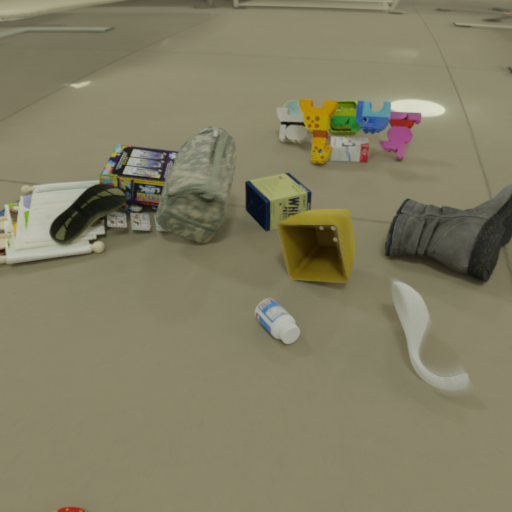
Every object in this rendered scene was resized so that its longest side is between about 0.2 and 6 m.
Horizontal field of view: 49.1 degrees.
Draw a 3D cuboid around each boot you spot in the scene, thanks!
[{"bbox_3d":[4.289,-0.867,12.071,2.287,1.213,3.475,18,35,29],"label":"boot"}]

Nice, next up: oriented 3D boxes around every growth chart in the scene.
[{"bbox_3d":[-4.625,-0.899,12.792,2.623,0.321,3.625,-4,34,-9],"label":"growth chart"}]

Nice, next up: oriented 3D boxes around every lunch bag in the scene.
[{"bbox_3d":[-1.145,-1.562,11.921,1.408,1.695,2.020,23,50,-19],"label":"lunch bag"}]

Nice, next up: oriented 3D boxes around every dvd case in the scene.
[{"bbox_3d":[-5.376,-0.982,13.186,1.270,0.111,0.906,11,34,17],"label":"dvd case"}]

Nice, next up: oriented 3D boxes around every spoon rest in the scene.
[{"bbox_3d":[2.631,1.283,9.085,0.622,1.019,2.051,-21,48,-2],"label":"spoon rest"}]

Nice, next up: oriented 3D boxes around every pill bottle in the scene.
[{"bbox_3d":[0.376,1.139,9.650,0.472,0.472,0.840,-18,39,-25],"label":"pill bottle"}]

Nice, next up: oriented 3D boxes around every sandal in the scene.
[{"bbox_3d":[-3.684,-0.917,12.196,0.762,0.548,1.919,44,62,8],"label":"sandal"}]

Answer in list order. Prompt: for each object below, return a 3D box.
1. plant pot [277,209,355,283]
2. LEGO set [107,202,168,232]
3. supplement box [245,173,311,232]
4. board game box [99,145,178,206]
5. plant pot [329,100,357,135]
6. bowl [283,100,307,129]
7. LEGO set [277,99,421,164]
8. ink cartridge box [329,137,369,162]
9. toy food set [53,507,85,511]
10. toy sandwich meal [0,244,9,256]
[{"bbox_3d":[1.300,-0.315,10.891,1.240,1.240,1.094,2,30,31],"label":"plant pot"},{"bbox_3d":[-2.803,-1.036,13.213,1.499,0.492,2.006,2,33,-19],"label":"LEGO set"},{"bbox_3d":[0.498,-1.272,13.006,1.159,0.779,1.160,-15,37,-21],"label":"supplement box"},{"bbox_3d":[-2.692,-2.008,13.867,1.935,0.664,2.341,7,28,-6],"label":"board game box"},{"bbox_3d":[2.728,-4.307,17.535,0.948,0.860,0.943,-1,34,-2],"label":"plant pot"},{"bbox_3d":[1.196,-4.258,17.582,1.095,0.589,1.095,12,63,-24],"label":"bowl"},{"bbox_3d":[2.342,-3.357,15.717,4.172,1.712,1.591,7,2,19],"label":"LEGO set"},{"bbox_3d":[2.653,-3.038,15.977,1.082,0.463,0.799,5,34,4],"label":"ink cartridge box"},{"bbox_3d":[-2.278,3.492,6.168,1.533,0.377,1.549,-18,38,-25],"label":"toy food set"},{"bbox_3d":[-5.865,-0.211,11.711,1.289,0.441,1.289,0,33,0],"label":"toy sandwich meal"}]
